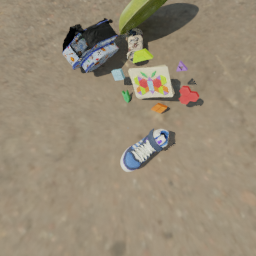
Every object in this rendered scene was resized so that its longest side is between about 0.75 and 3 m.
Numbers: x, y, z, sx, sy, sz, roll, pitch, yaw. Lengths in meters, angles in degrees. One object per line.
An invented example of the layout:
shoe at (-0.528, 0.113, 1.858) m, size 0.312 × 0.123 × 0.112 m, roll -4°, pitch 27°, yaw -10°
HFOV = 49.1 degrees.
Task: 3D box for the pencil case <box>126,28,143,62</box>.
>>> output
pencil case at (0.212, -2.704, 9.144) m, size 0.551 × 0.479 × 1.231 m, roll 1°, pitch 56°, yaw -1°

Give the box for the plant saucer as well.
plant saucer at (0.688, -4.024, 8.858) m, size 2.734 × 2.734 × 0.425 m, roll -42°, pitch 97°, yaw -16°

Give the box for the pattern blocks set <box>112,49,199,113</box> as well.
pattern blocks set at (0.682, -1.280, 8.028) m, size 2.286 × 2.009 × 0.185 m, roll -12°, pitch 30°, yaw 37°

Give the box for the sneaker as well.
sneaker at (0.517, 0.514, 7.449) m, size 0.589 × 1.070 × 1.462 m, roll 52°, pitch 49°, yaw 1°

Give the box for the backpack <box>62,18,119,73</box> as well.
backpack at (-1.195, -2.495, 8.755) m, size 1.665 × 1.586 × 1.283 m, roll -36°, pitch 103°, yaw -46°
